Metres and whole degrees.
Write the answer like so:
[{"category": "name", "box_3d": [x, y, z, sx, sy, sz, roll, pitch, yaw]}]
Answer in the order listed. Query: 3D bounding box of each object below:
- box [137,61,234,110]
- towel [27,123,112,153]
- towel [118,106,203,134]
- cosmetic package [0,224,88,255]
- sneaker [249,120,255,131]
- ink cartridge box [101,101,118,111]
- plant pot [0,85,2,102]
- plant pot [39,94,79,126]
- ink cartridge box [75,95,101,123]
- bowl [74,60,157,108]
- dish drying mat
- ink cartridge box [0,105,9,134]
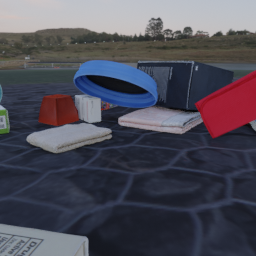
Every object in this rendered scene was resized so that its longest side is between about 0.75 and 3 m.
[{"category": "box", "box_3d": [2.066, -1.556, 10.521, 2.632, 1.631, 2.587, 0, 9, -41]}, {"category": "towel", "box_3d": [-1.427, 0.196, 7.125, 1.233, 0.321, 1.860, 12, 19, 41]}, {"category": "towel", "box_3d": [1.163, -0.337, 9.110, 2.173, 0.367, 2.275, 9, 16, 31]}, {"category": "cosmetic package", "box_3d": [-1.589, 1.240, 1.547, 2.513, 1.097, 1.299, 3, 14, 14]}, {"category": "sneaker", "box_3d": [3.946, -0.806, 8.481, 1.122, 1.287, 2.862, -3, 23, -14]}, {"category": "ink cartridge box", "box_3d": [-1.103, -1.020, 11.675, 0.813, 0.376, 1.492, 7, 15, 27]}, {"category": "plant pot", "box_3d": [-5.294, -0.967, 9.408, 1.829, 1.829, 1.232, -11, -18, -35]}, {"category": "plant pot", "box_3d": [-2.309, -0.639, 9.273, 0.978, 0.862, 0.977, 11, 18, 34]}, {"category": "ink cartridge box", "box_3d": [-1.363, -0.671, 9.507, 0.461, 0.795, 1.102, -9, 17, -32]}, {"category": "bowl", "box_3d": [-0.361, -1.371, 9.114, 2.749, 0.540, 2.749, 13, -12, 3]}, {"category": "dish drying mat", "box_3d": [3.022, -0.776, 6.640, 2.742, 1.053, 0.250, -29, -5, 27]}, {"category": "ink cartridge box", "box_3d": [-4.365, -0.275, 8.230, 1.338, 0.686, 1.810, -9, 16, -31]}]
